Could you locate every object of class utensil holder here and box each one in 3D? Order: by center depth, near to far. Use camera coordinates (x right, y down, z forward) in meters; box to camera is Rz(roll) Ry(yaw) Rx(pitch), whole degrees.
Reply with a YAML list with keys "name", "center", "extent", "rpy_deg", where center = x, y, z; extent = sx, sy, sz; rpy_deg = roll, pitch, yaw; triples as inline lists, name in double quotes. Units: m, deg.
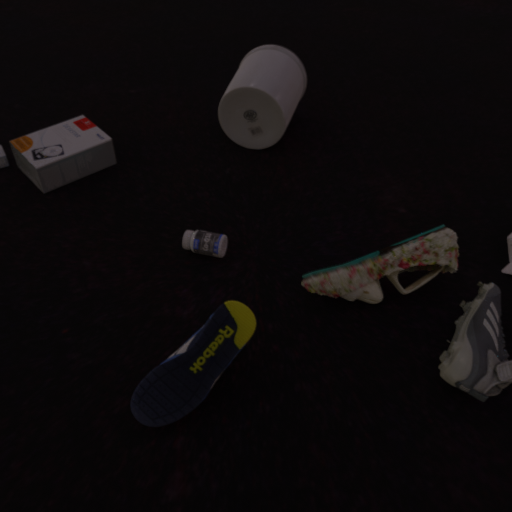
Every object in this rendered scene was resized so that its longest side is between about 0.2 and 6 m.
- name: "utensil holder"
  center: [0.142, -3.668, 12.948]
  extent: [1.694, 1.694, 1.994]
  rpy_deg: [11, 45, 11]

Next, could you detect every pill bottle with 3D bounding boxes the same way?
- name: "pill bottle"
  center: [-0.930, -0.233, 10.154]
  extent: [0.745, 0.424, 0.424]
  rpy_deg: [10, 44, 11]

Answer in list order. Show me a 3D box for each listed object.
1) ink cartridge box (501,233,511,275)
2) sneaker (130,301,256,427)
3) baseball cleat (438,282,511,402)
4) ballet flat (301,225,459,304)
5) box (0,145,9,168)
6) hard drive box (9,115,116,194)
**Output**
- name: "ink cartridge box"
  center: [5.138, -0.252, 9.849]
  extent: [1.686, 0.572, 0.978]
  rpy_deg: [-34, 30, -30]
- name: "sneaker"
  center: [-0.857, 1.585, 8.017]
  extent: [2.144, 0.882, 0.793]
  rpy_deg: [-42, 86, -17]
- name: "baseball cleat"
  center: [3.470, 1.321, 8.418]
  extent: [1.130, 0.740, 2.123]
  rpy_deg: [35, 53, 11]
- name: "ballet flat"
  center: [2.138, 0.282, 9.226]
  extent: [2.740, 1.036, 0.876]
  rpy_deg: [-19, 83, -4]
- name: "box"
  center: [-5.791, -2.138, 12.316]
  extent: [0.537, 0.281, 0.493]
  rpy_deg: [-21, 47, -22]
- name: "hard drive box"
  center: [-4.166, -2.235, 12.135]
  extent: [1.749, 0.672, 1.363]
  rpy_deg: [-31, 52, -29]
